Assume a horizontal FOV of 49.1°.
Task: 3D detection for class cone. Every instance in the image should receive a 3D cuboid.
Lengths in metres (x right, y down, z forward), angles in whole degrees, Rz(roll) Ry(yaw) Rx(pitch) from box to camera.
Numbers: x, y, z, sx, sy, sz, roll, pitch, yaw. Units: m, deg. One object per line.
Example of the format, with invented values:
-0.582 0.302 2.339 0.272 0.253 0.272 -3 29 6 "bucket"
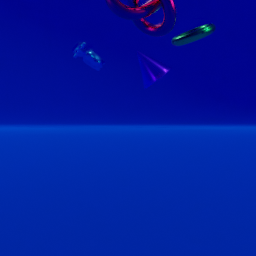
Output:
0.736 -2.376 10.539 1.305 1.310 1.305 -38 7 6 "cone"

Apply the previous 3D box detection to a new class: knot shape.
0.341 -3.372 7.070 1.929 2.061 0.952 6 38 -11 "knot shape"

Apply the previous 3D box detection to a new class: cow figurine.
-1.488 -2.690 10.586 1.247 0.684 1.227 38 10 1 "cow figurine"

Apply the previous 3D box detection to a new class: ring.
1.920 -2.744 8.254 1.318 0.264 1.318 -20 18 7 "ring"
